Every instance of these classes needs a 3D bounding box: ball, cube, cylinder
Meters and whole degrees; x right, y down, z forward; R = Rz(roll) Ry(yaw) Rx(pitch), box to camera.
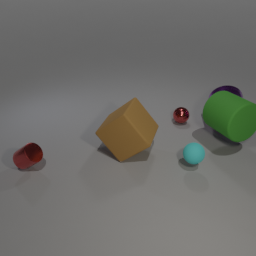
[{"bbox_3d":[2.128,0.819,9.046,0.700,0.700,0.700,0,30,0],"label":"ball"},{"bbox_3d":[0.003,0.055,9.783,1.400,1.400,1.400,-32,15,32],"label":"cube"},{"bbox_3d":[2.281,-0.551,12.017,0.700,0.700,0.700,0,30,0],"label":"ball"},{"bbox_3d":[3.567,-0.428,9.709,1.400,1.400,1.400,-12,29,-19],"label":"cylinder"},{"bbox_3d":[4.066,-0.786,11.505,1.400,1.400,1.400,4,47,6],"label":"cylinder"},{"bbox_3d":[-3.279,0.920,9.189,0.700,0.700,0.700,-28,15,31],"label":"cylinder"}]
